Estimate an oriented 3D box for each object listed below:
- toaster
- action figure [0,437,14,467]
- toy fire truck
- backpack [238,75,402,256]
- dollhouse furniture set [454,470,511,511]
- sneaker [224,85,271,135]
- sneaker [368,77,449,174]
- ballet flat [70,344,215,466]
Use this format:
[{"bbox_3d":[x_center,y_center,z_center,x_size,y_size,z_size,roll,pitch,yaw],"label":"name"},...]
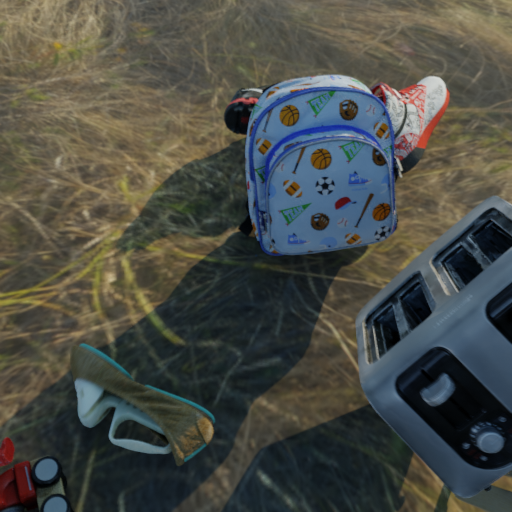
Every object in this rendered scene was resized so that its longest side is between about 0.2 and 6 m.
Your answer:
[{"bbox_3d":[3.169,0.988,7.787,2.015,3.396,3.070,44,108,-5],"label":"toaster"},{"bbox_3d":[-4.940,3.457,7.917,3.039,0.994,0.785,-37,33,-5],"label":"action figure"},{"bbox_3d":[-3.438,3.863,7.818,1.730,1.113,1.523,-15,58,-21],"label":"toy fire truck"},{"bbox_3d":[1.093,-1.561,9.804,3.111,2.963,2.397,-10,23,-3],"label":"backpack"},{"bbox_3d":[3.901,3.693,8.186,1.671,1.362,1.590,37,72,-12],"label":"dollhouse furniture set"},{"bbox_3d":[0.597,-3.095,12.135,2.554,0.903,1.248,8,47,-7],"label":"sneaker"},{"bbox_3d":[3.130,-3.280,11.962,1.586,0.988,2.958,42,59,-24],"label":"sneaker"},{"bbox_3d":[-2.026,2.330,8.612,2.879,0.976,1.041,24,55,20],"label":"ballet flat"}]
